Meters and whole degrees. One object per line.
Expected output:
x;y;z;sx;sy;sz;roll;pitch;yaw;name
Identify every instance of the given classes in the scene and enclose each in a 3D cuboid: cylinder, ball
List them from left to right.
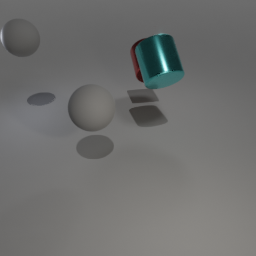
-4.083;-3.425;10.677;1.400;1.400;1.400;0;31;0;ball
-1.071;-0.593;8.307;1.400;1.400;1.400;0;31;0;ball
0.896;-2.917;12.180;1.400;1.400;1.400;-6;61;-10;cylinder
1.085;-2.251;9.650;1.400;1.400;1.400;-14;-12;-3;cylinder
